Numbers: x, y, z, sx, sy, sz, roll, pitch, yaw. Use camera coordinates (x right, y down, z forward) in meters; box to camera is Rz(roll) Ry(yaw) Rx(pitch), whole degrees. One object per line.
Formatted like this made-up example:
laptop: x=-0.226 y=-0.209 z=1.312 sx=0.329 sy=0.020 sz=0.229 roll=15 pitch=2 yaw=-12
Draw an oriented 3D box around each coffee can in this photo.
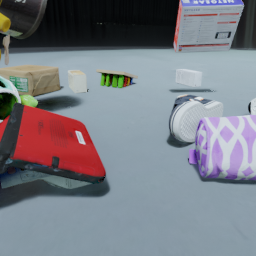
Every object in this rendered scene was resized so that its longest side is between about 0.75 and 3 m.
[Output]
coffee can: x=-3.333 y=-3.148 z=6.056 sx=1.835 sy=1.835 sz=2.507 roll=14 pitch=9 yaw=35

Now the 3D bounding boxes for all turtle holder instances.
turtle holder: x=-3.449 y=-0.535 z=7.015 sx=1.568 sy=1.677 sz=2.207 roll=9 pitch=-21 yaw=24

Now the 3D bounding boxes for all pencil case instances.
pencil case: x=2.562 y=0.366 z=4.864 sx=2.785 sy=1.169 sz=1.191 roll=3 pitch=-12 yaw=4

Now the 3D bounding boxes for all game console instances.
game console: x=-1.821 y=0.624 z=4.848 sx=2.197 sy=1.513 sz=2.549 roll=17 pitch=13 yaw=-22

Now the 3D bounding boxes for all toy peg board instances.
toy peg board: x=-0.535 y=-2.264 z=13.264 sx=1.488 sy=0.728 sz=1.482 roll=11 pitch=7 yaw=26

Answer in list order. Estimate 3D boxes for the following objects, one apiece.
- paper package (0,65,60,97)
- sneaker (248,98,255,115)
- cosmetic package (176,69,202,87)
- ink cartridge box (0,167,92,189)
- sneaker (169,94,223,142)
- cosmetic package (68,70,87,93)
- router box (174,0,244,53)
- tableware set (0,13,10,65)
paper package: x=-4.194 y=-2.049 z=11.866 sx=1.987 sy=1.028 sz=1.894 roll=11 pitch=22 yaw=26
sneaker: x=4.697 y=-0.554 z=8.203 sx=2.034 sy=0.820 sz=1.490 roll=1 pitch=4 yaw=31
cosmetic package: x=2.898 y=-2.418 z=13.432 sx=0.481 sy=0.685 sz=1.351 roll=-10 pitch=22 yaw=-27
ink cartridge box: x=-1.405 y=0.715 z=4.985 sx=1.613 sy=0.404 sz=1.308 roll=-13 pitch=23 yaw=-25
sneaker: x=1.462 y=-0.280 z=6.930 sx=1.002 sy=0.990 sz=2.524 roll=18 pitch=16 yaw=33
cosmetic package: x=-2.219 y=-2.053 z=12.244 sx=0.543 sy=0.803 sz=1.527 roll=-7 pitch=22 yaw=-19
router box: x=2.646 y=-3.422 z=9.463 sx=1.963 sy=1.761 sz=0.479 roll=-2 pitch=52 yaw=-1
tableware set: x=-2.732 y=-1.221 z=4.462 sx=0.367 sy=1.612 sz=2.393 roll=26 pitch=44 yaw=1
